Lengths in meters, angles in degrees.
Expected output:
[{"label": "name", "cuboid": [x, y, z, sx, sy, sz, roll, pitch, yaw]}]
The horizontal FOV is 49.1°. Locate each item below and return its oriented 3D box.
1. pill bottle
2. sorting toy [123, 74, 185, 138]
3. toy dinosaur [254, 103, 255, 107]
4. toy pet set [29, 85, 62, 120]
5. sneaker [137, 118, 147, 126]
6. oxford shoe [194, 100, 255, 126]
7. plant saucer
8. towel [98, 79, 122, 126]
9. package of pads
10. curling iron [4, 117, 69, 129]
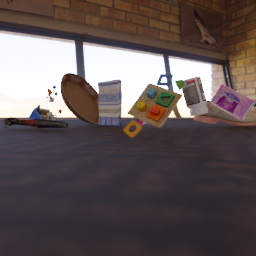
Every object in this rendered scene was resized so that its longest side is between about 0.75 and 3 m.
[{"label": "pill bottle", "cuboid": [2.233, -1.052, 9.398, 0.706, 1.240, 0.706, -15, 2, 1]}, {"label": "sorting toy", "cuboid": [0.466, -0.462, 5.179, 0.849, 1.508, 0.205, 24, -18, 36]}, {"label": "toy dinosaur", "cuboid": [5.259, -0.947, 10.775, 0.670, 0.361, 1.520, -19, -5, 3]}, {"label": "toy pet set", "cuboid": [-3.188, -0.807, 10.560, 0.719, 1.354, 1.264, 9, -42, -40]}, {"label": "sneaker", "cuboid": [0.590, -0.403, 9.469, 0.538, 0.496, 1.219, -7, 22, -7]}, {"label": "oxford shoe", "cuboid": [3.893, -0.657, 10.460, 2.739, 1.011, 0.970, 3, 13, 5]}, {"label": "plant saucer", "cuboid": [-2.057, -1.249, 12.564, 0.466, 2.707, 2.707, -33, -13, 25]}, {"label": "towel", "cuboid": [-0.694, -0.922, 10.351, 1.254, 1.708, 0.203, 4, 6, 43]}, {"label": "package of pads", "cuboid": [3.464, -0.834, 9.271, 1.246, 0.751, 0.472, 38, 13, 35]}, {"label": "curling iron", "cuboid": [-2.674, -0.099, 8.052, 2.309, 0.295, 0.573, 5, 15, 24]}]
